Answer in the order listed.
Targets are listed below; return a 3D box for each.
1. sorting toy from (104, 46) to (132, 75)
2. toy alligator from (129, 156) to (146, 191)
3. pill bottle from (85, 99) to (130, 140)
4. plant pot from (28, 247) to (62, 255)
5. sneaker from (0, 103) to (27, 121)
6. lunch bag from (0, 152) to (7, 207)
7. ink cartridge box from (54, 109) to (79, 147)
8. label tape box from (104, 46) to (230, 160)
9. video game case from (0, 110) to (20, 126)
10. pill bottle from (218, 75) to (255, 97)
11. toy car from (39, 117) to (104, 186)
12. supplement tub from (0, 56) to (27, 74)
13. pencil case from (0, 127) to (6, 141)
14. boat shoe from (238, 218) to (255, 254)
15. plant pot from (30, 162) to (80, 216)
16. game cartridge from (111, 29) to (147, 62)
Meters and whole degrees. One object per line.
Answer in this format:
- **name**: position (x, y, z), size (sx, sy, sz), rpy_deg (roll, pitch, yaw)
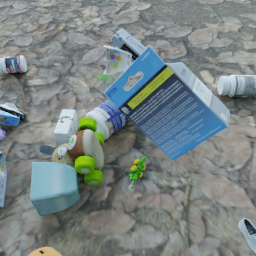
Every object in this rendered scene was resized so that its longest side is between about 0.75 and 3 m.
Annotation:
- **sorting toy**: position (-0.296, -2.134, 8.794), size (0.851, 0.945, 0.505), rpy_deg (14, 41, 12)
- **toy alligator**: position (0.219, 1.555, 9.586), size (0.400, 0.437, 1.475), rpy_deg (-19, 31, 43)
- **pill bottle**: position (-0.501, -0.582, 11.012), size (1.218, 1.218, 2.194), rpy_deg (34, 55, 28)
- **plant pot**: position (-2.047, 3.690, 6.953), size (1.433, 1.433, 1.003), rpy_deg (-29, 37, -25)
- **sneaker**: position (-4.737, -0.749, 11.685), size (1.366, 0.505, 0.541), rpy_deg (23, 46, 21)
- **lunch bag**: position (-4.788, 1.661, 8.960), size (1.546, 1.159, 1.823), rpy_deg (-9, 57, -6)
- **ink cartridge box**: position (-2.312, 0.051, 10.609), size (0.543, 0.941, 1.288), rpy_deg (3, 46, 4)
- **label tape box**: position (1.013, -0.664, 7.458), size (2.743, 1.965, 0.907), rpy_deg (44, 39, -8)
- **video game case**: position (-5.393, -0.575, 10.737), size (1.619, 1.786, 0.406), rpy_deg (18, 90, 19)
- **pill bottle**: position (4.952, -1.857, 12.387), size (1.733, 0.986, 0.986), rpy_deg (1, 47, 1)
- **toy car**: position (-2.034, 0.903, 9.441), size (2.230, 1.760, 1.832), rpy_deg (-8, 54, 8)
- **supplement tub**: position (-5.614, -3.075, 13.648), size (1.167, 0.819, 0.819), rpy_deg (-7, 47, -7)
- **pencil case**: position (-5.129, 0.451, 10.549), size (0.463, 0.455, 1.083), rpy_deg (7, 41, 46)
- **boat shoe**: position (3.624, 3.135, 8.042), size (0.403, 0.411, 1.155), rpy_deg (-17, 49, -15)
- **plant pot**: position (-2.173, 1.810, 8.626), size (1.295, 1.268, 1.271), rpy_deg (-7, 53, -6)
- **game cartridge**: position (0.500, -2.822, 10.869), size (2.474, 0.514, 1.647), rpy_deg (39, 22, -10)
